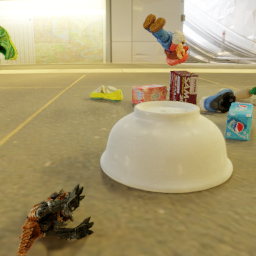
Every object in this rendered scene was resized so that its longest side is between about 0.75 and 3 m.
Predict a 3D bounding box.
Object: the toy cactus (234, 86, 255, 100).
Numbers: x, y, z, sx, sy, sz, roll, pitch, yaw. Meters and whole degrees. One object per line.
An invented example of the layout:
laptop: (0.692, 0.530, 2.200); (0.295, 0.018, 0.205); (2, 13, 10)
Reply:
toy cactus: (5.875, -1.595, 12.739); (1.881, 1.166, 2.279); (-13, 11, 29)

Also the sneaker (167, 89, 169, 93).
sneaker: (1.609, -1.977, 14.649); (1.161, 0.439, 0.447); (-6, 13, -14)

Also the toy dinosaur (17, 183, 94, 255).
toy dinosaur: (-0.965, 1.190, 3.608); (0.884, 0.665, 1.302); (-11, 32, 15)

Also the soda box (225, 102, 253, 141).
soda box: (3.250, -0.243, 8.130); (0.631, 0.668, 1.968); (7, 17, 23)

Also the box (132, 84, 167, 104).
box: (0.964, -1.508, 12.485); (1.511, 0.715, 0.776); (-14, 21, -41)

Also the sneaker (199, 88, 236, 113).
sneaker: (3.808, -1.084, 10.851); (1.989, 0.763, 1.106); (-17, 17, -35)

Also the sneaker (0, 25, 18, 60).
sneaker: (-4.410, -3.013, 9.838); (0.607, 1.453, 0.538); (-26, -11, -35)

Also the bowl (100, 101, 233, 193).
bowl: (0.769, 0.151, 5.781); (2.728, 1.226, 2.728); (0, 16, 0)

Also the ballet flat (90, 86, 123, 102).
ballet flat: (-1.037, -1.656, 13.109); (1.937, 0.649, 0.647); (12, 26, 37)

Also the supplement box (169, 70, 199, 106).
supplement box: (2.286, -1.664, 11.839); (0.772, 1.380, 2.536); (-1, 15, -1)

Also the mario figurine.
mario figurine: (1.619, -3.357, 10.431); (1.237, 1.441, 2.334); (-21, -36, 29)
